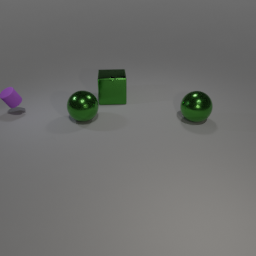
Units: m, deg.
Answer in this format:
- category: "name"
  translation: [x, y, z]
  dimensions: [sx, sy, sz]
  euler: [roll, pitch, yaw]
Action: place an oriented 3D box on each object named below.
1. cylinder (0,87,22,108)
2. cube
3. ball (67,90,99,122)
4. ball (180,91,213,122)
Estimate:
- category: "cylinder"
  translation: [-5.318, -1.382, 12.735]
  dimensions: [0.700, 0.700, 0.700]
  euler: [-13, 48, 15]
- category: "cube"
  translation: [-0.807, -2.119, 14.370]
  dimensions: [1.400, 1.400, 1.400]
  euler: [-2, 31, -3]
- category: "ball"
  translation: [-2.014, -0.973, 12.493]
  dimensions: [1.400, 1.400, 1.400]
  euler: [0, 31, 0]
- category: "ball"
  translation: [3.036, -0.947, 12.451]
  dimensions: [1.400, 1.400, 1.400]
  euler: [0, 31, 0]
